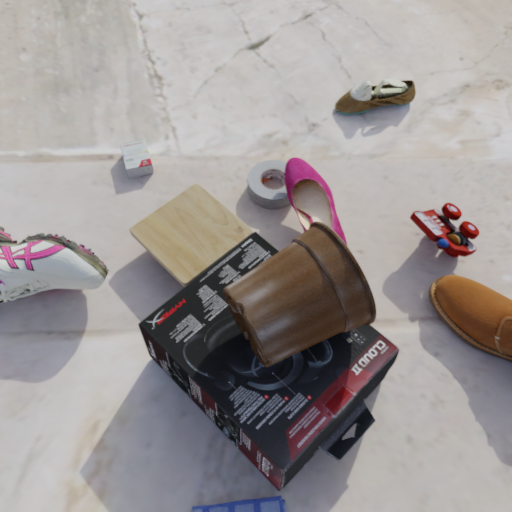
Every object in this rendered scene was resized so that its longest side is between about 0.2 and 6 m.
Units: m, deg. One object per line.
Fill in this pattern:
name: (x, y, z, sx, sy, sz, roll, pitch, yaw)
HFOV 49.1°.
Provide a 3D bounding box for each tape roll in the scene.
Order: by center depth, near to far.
tape roll: (0.361, -1.492, 11.700, 1.084, 0.358, 1.084, 0, 57, 0)

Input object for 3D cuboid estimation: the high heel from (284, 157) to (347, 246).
high heel: (1.039, -0.924, 10.530, 0.854, 1.216, 2.535, -19, 72, 11)

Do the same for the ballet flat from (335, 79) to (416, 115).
ballet flat: (2.797, -3.776, 12.998, 1.941, 0.702, 0.658, -7, 60, -4)

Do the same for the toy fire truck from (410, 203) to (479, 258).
toy fire truck: (3.551, -0.429, 10.581, 0.996, 0.665, 1.186, -14, 57, -40)

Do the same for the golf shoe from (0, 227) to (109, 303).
golf shoe: (-4.205, 0.334, 10.090, 3.201, 1.162, 1.474, 8, 61, 16)

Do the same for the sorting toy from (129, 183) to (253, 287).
sorting toy: (-1.225, -0.323, 10.765, 1.683, 0.589, 1.694, -38, 64, -21)

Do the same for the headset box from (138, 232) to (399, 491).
headset box: (0.294, 1.671, 9.006, 3.527, 1.362, 2.625, 40, 65, 22)

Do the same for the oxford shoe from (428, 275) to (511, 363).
oxford shoe: (4.516, 1.208, 9.454, 3.329, 1.187, 1.187, 34, 64, 22)

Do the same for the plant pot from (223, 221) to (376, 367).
plant pot: (0.534, 0.624, 8.009, 1.675, 1.692, 1.692, -28, 61, -11)

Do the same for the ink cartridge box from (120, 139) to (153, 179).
ink cartridge box: (-2.581, -2.100, 12.123, 0.563, 0.320, 0.773, -14, 58, -9)

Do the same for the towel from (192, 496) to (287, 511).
towel: (-0.160, 4.487, 7.839, 1.463, 0.237, 1.992, -6, 55, -2)
